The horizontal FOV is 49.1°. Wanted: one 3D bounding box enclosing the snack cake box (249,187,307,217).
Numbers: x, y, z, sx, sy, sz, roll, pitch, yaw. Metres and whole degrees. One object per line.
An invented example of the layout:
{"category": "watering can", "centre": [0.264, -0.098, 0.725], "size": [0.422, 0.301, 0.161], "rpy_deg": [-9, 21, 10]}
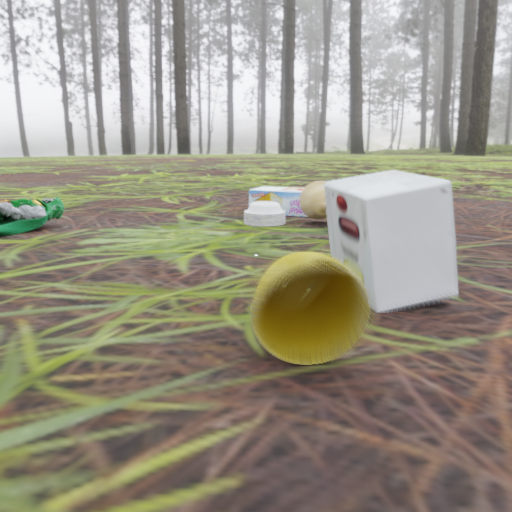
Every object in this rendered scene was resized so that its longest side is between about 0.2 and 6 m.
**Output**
{"category": "snack cake box", "centre": [0.849, -1.369, 14.029], "size": [1.857, 0.624, 1.068], "rpy_deg": [5, 12, 19]}

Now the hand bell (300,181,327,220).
{"category": "hand bell", "centre": [1.522, -0.985, 11.892], "size": [0.893, 0.893, 1.716], "rpy_deg": [-1, 19, -6]}

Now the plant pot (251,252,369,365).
{"category": "plant pot", "centre": [0.437, 0.362, 5.110], "size": [1.017, 1.017, 0.722], "rpy_deg": [-1, 23, -5]}

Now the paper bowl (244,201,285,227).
{"category": "paper bowl", "centre": [0.192, -0.946, 12.497], "size": [0.934, 0.486, 0.934], "rpy_deg": [1, 13, 0]}

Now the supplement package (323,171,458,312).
{"category": "supplement package", "centre": [1.627, -0.250, 7.016], "size": [1.074, 1.397, 1.461], "rpy_deg": [-12, 15, -9]}

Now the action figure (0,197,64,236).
{"category": "action figure", "centre": [-5.476, -0.835, 11.202], "size": [3.372, 0.922, 1.992], "rpy_deg": [-10, 18, -44]}
